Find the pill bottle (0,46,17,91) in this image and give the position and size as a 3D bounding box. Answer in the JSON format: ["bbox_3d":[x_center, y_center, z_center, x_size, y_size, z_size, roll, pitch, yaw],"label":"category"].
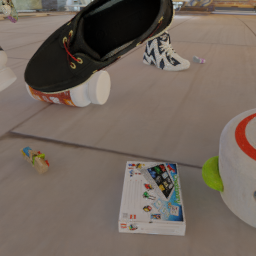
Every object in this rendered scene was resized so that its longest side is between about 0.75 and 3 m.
[{"bbox_3d":[-2.132,-1.040,3.950,0.668,1.117,0.668,-34,12,8],"label":"pill bottle"}]

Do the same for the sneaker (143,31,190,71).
[{"bbox_3d":[1.882,-3.909,13.774,1.097,1.788,2.747,-20,34,-32],"label":"sneaker"}]

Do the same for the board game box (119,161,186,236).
[{"bbox_3d":[0.459,1.261,5.415,1.118,0.306,1.771,2,28,4],"label":"board game box"}]

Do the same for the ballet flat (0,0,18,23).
[{"bbox_3d":[-3.684,-3.772,8.444,0.404,1.168,0.415,-9,9,20],"label":"ballet flat"}]

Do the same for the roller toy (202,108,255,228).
[{"bbox_3d":[2.658,0.607,4.907,2.218,1.550,2.023,-26,39,-18],"label":"roller toy"}]

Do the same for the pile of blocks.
[{"bbox_3d":[-2.124,0.629,6.478,0.349,0.460,1.122,-23,35,-37],"label":"pile of blocks"}]

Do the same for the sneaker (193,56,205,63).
[{"bbox_3d":[3.801,-3.621,14.913,0.456,0.290,0.800,-6,35,-24],"label":"sneaker"}]

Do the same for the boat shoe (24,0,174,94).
[{"bbox_3d":[-0.550,-1.195,3.846,2.444,0.894,0.766,-24,4,20],"label":"boat shoe"}]

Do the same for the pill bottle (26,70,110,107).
[{"bbox_3d":[-1.995,-1.510,9.517,2.603,1.460,1.460,10,29,19],"label":"pill bottle"}]
